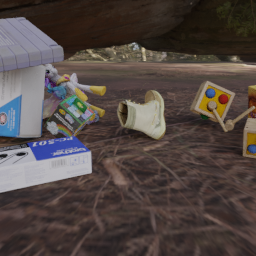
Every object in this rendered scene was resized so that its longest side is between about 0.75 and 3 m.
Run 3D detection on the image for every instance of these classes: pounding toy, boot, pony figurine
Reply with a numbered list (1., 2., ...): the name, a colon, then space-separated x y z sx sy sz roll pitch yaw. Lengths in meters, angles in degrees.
1. pounding toy: 2.434 0.097 5.502 1.090 0.957 0.498 8 37 29
2. pounding toy: 2.314 -0.569 7.556 0.988 1.074 0.763 24 0 -1
3. boot: 0.302 -0.480 6.767 1.131 0.527 1.462 18 49 -26
4. pony figurine: -1.692 -0.974 8.059 2.137 2.062 1.779 31 61 12

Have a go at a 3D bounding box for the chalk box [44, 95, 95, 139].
1. chalk box: -1.236 -0.265 6.204 0.649 1.040 0.645 43 32 -2

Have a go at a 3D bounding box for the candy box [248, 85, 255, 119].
1. candy box: 3.593 -0.356 6.835 0.557 1.150 1.971 -6 17 3

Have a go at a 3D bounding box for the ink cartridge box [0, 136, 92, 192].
1. ink cartridge box: -1.742 0.606 4.815 2.033 0.450 0.956 -8 19 -27

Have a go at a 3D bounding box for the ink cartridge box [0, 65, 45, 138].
1. ink cartridge box: -3.354 -0.718 6.703 2.437 1.762 1.026 3 0 14

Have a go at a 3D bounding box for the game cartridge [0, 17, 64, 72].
1. game cartridge: -2.573 -1.859 6.063 1.506 0.446 2.324 -23 44 -27
